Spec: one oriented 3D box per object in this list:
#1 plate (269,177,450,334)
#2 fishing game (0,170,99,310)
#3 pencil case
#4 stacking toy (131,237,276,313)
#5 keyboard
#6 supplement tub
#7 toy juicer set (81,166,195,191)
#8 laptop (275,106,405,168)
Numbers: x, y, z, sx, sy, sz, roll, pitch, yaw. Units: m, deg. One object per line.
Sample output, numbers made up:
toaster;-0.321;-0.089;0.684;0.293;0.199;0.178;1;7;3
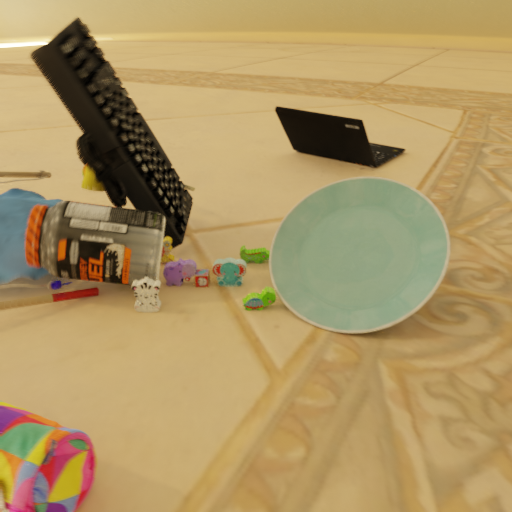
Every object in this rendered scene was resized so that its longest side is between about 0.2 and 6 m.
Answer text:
plate;1.458;-0.032;8.132;2.584;0.330;2.584;-9;59;15
fishing game;-4.233;-0.304;9.103;2.888;0.627;4.033;-8;39;-33
pencil case;-2.532;1.760;5.113;2.193;0.969;0.969;10;29;23
stacking toy;-0.769;0.221;8.584;2.159;0.507;1.628;0;27;-2
keyboard;-2.078;-1.748;8.841;0.467;3.643;2.188;-17;34;22
supplement tub;-2.348;-0.187;8.337;1.885;1.155;1.155;6;26;-9
toy juicer set;-2.324;-1.329;10.604;2.023;0.550;1.287;5;13;-26
laptop;2.201;-3.199;14.299;2.448;1.427;2.762;20;33;32
